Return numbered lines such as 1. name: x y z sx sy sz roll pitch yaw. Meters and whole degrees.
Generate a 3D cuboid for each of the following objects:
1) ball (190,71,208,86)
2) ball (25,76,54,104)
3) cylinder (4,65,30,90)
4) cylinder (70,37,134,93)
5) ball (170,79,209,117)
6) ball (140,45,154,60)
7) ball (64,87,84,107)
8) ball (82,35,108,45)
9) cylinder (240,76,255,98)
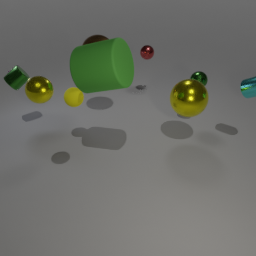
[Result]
1. ball: 2.817 -1.909 11.168 0.700 0.700 0.700 0 31 0
2. ball: -2.253 -0.969 7.121 0.700 0.700 0.700 0 31 0
3. cylinder: -4.322 -1.947 10.903 0.700 0.700 0.700 -42 37 3
4. cylinder: -0.721 -1.776 8.112 1.400 1.400 1.400 -4 27 25
5. ball: 2.233 -1.092 10.273 1.400 1.400 1.400 0 31 0
6. ball: 0.948 -3.735 13.850 0.700 0.700 0.700 0 31 0
7. ball: -1.916 -1.088 9.910 0.700 0.700 0.700 0 31 0
8. ball: -1.224 -3.090 11.468 1.400 1.400 1.400 0 31 0
9. cylinder: 4.437 -1.439 9.784 0.700 0.700 0.700 -23 6 -33
